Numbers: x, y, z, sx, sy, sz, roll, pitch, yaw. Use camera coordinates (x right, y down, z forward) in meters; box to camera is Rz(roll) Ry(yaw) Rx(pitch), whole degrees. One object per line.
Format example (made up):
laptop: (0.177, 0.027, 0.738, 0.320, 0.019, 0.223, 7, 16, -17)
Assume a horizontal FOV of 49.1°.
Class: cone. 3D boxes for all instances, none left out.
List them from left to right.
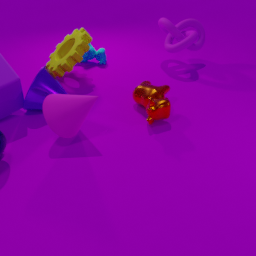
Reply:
cone: (-2.171, -0.898, 8.655, 1.500, 1.495, 1.495, 27, 37, -9)
cone: (-1.247, -0.541, 7.147, 1.281, 1.276, 1.276, -24, 28, 28)

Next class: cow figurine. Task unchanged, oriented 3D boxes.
cow figurine: (-1.515, -2.973, 11.495, 1.195, 1.176, 0.656, -26, 29, 29)
cow figurine: (0.671, -0.813, 8.491, 1.602, 0.880, 1.577, 22, 39, 31)

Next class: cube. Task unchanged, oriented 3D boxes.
cube: (-3.964, -1.150, 7.933, 1.400, 1.400, 1.400, -34, 73, -27)

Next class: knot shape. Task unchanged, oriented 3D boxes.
knot shape: (2.222, -3.648, 10.981, 1.879, 0.928, 2.008, -8, 50, -20)

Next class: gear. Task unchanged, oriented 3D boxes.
gear: (-2.139, -2.715, 10.078, 1.956, 0.362, 1.956, -26, 43, 28)

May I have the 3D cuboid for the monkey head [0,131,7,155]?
monkey head: (-3.438, 0.310, 6.377, 1.179, 0.988, 1.639, -13, -3, -6)
